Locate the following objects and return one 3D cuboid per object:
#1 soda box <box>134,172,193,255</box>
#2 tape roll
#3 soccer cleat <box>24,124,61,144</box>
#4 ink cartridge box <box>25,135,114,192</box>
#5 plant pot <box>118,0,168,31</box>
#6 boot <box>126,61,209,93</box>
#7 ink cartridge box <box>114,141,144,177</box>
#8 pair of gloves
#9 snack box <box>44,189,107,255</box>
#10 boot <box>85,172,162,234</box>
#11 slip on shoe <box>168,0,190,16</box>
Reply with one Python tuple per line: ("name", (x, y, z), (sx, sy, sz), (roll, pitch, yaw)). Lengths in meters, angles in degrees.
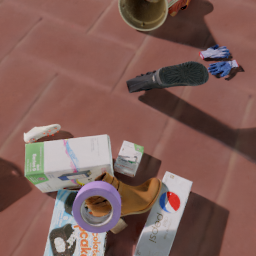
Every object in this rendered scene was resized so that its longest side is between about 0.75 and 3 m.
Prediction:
("soda box", (1.042, 2.665, 8.201), (0.881, 0.824, 2.588), (21, 64, 11))
("tape roll", (-0.753, 1.954, 6.951), (1.169, 0.497, 1.169), (0, 100, -1))
("soccer cleat", (-3.015, 0.106, 9.786), (1.304, 0.452, 0.506), (-25, 62, -9))
("ink cartridge box", (-1.661, 1.108, 8.497), (2.395, 1.740, 1.048), (-8, 62, -4))
("plant pot", (0.852, -5.650, 12.092), (2.098, 2.098, 1.920), (14, 52, 7))
("boot", (1.289, -1.671, 9.822), (1.996, 2.422, 0.795), (-4, 89, -24))
("ink cartridge box", (0.032, 1.023, 9.297), (0.723, 0.417, 0.989), (17, 63, 9))
("pair of gloves", (3.716, -2.748, 11.437), (1.303, 0.185, 1.621), (-15, 62, -6))
("snack box", (-1.458, 3.253, 8.055), (1.636, 0.523, 2.817), (5, 62, 2))
("boot", (-0.159, 1.753, 7.887), (2.106, 0.808, 1.635), (-38, 111, -6))
("slip on shoe", (2.501, -5.750, 12.801), (2.107, 0.780, 0.645), (-43, 104, -26))
